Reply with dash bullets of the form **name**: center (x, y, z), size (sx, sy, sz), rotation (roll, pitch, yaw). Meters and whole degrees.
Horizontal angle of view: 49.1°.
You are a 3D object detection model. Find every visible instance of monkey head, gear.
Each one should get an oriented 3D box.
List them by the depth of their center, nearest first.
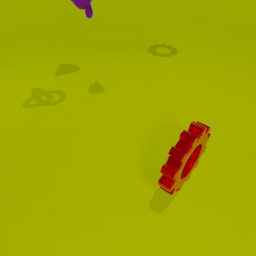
- **gear**: center (0.884, 0.466, 4.312), size (0.218, 1.176, 1.176), rotation (30, 45, 26)
- **monkey head**: center (-0.973, -3.074, 6.349), size (0.738, 1.026, 0.618), rotation (-8, 6, 25)
